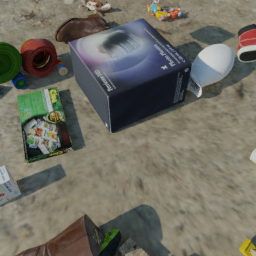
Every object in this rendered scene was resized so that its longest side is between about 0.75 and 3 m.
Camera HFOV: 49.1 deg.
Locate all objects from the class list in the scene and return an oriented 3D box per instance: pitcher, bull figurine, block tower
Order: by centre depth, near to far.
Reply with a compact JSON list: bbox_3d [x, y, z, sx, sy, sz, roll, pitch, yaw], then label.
[{"bbox_3d":[0.410,3.064,6.195,0.390,0.365,1.350,-39,62,-25],"label":"block tower"},{"bbox_3d":[2.584,-2.133,9.898,1.992,1.207,1.709,-40,45,-16],"label":"pitcher"},{"bbox_3d":[-1.522,-5.625,12.909,1.494,0.487,0.907,21,36,21],"label":"bull figurine"}]

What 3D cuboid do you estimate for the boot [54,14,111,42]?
[{"bbox_3d":[-1.273,-3.475,11.136,2.432,0.838,2.610,-34,64,-22],"label":"boot"}]

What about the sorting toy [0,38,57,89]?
[{"bbox_3d":[-3.913,-2.373,9.645,2.891,1.737,1.187,-17,49,-42],"label":"sorting toy"}]

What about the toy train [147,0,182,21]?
[{"bbox_3d":[1.601,-5.264,12.746,1.544,0.430,1.160,37,59,22],"label":"toy train"}]

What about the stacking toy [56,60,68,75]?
[{"bbox_3d":[-2.505,-2.308,10.499,0.329,0.329,0.770,-18,47,-14],"label":"stacking toy"}]

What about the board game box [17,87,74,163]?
[{"bbox_3d":[-2.652,-0.199,8.820,1.391,0.311,2.655,-16,53,-9],"label":"board game box"}]

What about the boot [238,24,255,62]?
[{"bbox_3d":[3.509,-2.205,6.865,1.530,0.554,1.103,1,59,21],"label":"boot"}]

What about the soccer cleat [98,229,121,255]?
[{"bbox_3d":[-0.761,3.184,5.942,0.919,0.766,2.268,52,47,-9],"label":"soccer cleat"}]

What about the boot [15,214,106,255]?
[{"bbox_3d":[-1.355,3.025,5.589,2.178,0.699,2.029,-28,52,4],"label":"boot"}]

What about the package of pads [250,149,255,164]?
[{"bbox_3d":[4.229,0.755,7.973,1.251,0.426,0.966,-32,58,-23],"label":"package of pads"}]

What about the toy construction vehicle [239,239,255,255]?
[{"bbox_3d":[2.683,3.173,5.208,0.811,2.303,2.005,45,69,-13],"label":"toy construction vehicle"}]

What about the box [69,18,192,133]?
[{"bbox_3d":[-0.002,-1.818,9.158,2.868,1.782,2.891,-25,56,-17],"label":"box"}]

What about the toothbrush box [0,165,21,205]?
[{"bbox_3d":[-3.459,1.585,7.044,1.185,0.863,0.510,-27,56,-19],"label":"toothbrush box"}]
